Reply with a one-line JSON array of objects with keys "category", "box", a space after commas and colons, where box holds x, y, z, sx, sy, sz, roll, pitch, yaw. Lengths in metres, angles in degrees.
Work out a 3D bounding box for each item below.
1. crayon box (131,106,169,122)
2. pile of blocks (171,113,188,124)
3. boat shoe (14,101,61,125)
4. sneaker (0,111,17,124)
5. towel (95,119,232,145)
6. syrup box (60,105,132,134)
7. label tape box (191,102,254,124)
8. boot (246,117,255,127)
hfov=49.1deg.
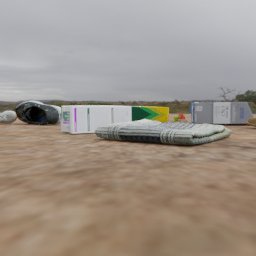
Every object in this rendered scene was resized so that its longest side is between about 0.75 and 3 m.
[{"category": "crayon box", "box": [0.725, -0.694, 13.884, 2.287, 0.773, 2.651, 0, 4, 0]}, {"category": "pile of blocks", "box": [1.864, -0.311, 10.327, 0.629, 0.476, 1.531, 0, 3, 6]}, {"category": "boat shoe", "box": [-3.823, -0.613, 11.393, 2.878, 0.988, 0.815, 5, 6, 35]}, {"category": "sneaker", "box": [-5.304, -0.357, 11.399, 1.483, 0.561, 0.682, -7, 10, 5]}, {"category": "towel", "box": [0.797, 0.029, 5.765, 2.099, 0.377, 2.180, 2, 4, 36]}, {"category": "syrup box", "box": [-0.816, -0.242, 7.374, 1.762, 0.718, 0.694, -1, 3, -34]}, {"category": "label tape box", "box": [4.111, -0.609, 11.487, 2.910, 0.921, 2.098, 0, 4, 10]}, {"category": "boot", "box": [4.387, -0.314, 8.491, 0.716, 0.734, 1.945, -3, 3, -16]}]
